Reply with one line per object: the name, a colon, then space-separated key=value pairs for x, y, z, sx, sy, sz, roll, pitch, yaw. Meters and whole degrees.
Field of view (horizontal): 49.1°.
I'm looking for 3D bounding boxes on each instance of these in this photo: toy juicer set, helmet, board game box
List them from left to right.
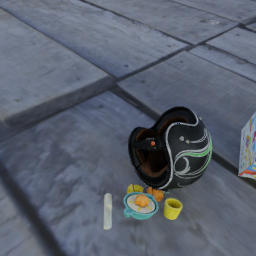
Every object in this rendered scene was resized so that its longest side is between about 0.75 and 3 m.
toy juicer set: x=0.178 y=1.560 z=6.161 sx=1.847 sy=0.503 sz=1.175 roll=1 pitch=24 yaw=-26
helmet: x=1.113 y=0.472 z=6.739 sx=1.805 sy=1.893 sz=1.893 roll=-16 pitch=42 yaw=-39
board game box: x=3.516 y=0.253 z=6.192 sx=1.347 sy=2.615 sz=1.372 roll=9 pitch=70 yaw=10
